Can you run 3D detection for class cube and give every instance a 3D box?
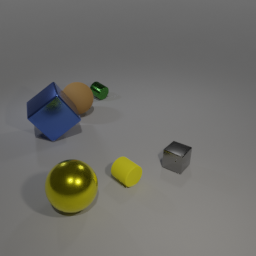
[{"bbox_3d":[1.604,0.957,9.194,0.700,0.700,0.700,20,34,31],"label":"cube"},{"bbox_3d":[-2.864,-0.637,10.742,1.400,1.400,1.400,-37,35,3],"label":"cube"}]

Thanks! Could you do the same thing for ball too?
[{"bbox_3d":[-1.500,1.539,7.493,1.400,1.400,1.400,0,30,0],"label":"ball"},{"bbox_3d":[-2.222,-1.314,12.323,1.400,1.400,1.400,0,30,0],"label":"ball"}]

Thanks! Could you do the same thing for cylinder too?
[{"bbox_3d":[-1.443,-1.874,14.014,0.700,0.700,0.700,33,42,27],"label":"cylinder"},{"bbox_3d":[-0.044,1.327,8.552,0.700,0.700,0.700,-24,38,-36],"label":"cylinder"}]
